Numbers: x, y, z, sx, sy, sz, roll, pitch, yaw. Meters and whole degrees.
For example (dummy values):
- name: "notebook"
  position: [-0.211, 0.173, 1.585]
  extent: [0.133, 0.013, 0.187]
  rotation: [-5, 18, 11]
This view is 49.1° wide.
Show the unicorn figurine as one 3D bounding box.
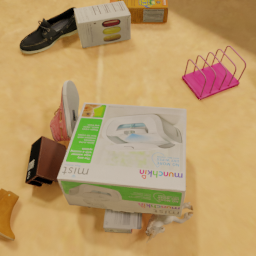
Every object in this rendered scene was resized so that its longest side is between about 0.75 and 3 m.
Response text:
- name: "unicorn figurine"
  position: [0.842, 1.754, 6.185]
  extent: [1.116, 0.600, 1.624]
  rotation: [-14, 43, 2]

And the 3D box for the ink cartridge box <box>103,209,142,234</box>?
- name: "ink cartridge box"
  position: [-0.082, 1.811, 6.188]
  extent: [0.810, 0.387, 0.922]
  rotation: [3, 57, 4]

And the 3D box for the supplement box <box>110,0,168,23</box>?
- name: "supplement box"
  position: [0.383, -4.227, 10.063]
  extent: [2.079, 0.715, 0.692]
  rotation: [1, 56, -1]

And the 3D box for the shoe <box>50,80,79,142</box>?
- name: "shoe"
  position: [-1.636, -0.411, 7.094]
  extent: [0.695, 0.546, 1.529]
  rotation: [-11, 81, 26]

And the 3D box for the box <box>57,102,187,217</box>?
- name: "box"
  position: [0.009, 0.635, 6.117]
  extent: [2.417, 1.169, 2.133]
  rotation: [5, 48, 8]

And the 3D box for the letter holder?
- name: "letter holder"
  position: [-1.945, 0.857, 6.772]
  extent: [0.751, 0.532, 1.057]
  rotation: [27, 44, -36]

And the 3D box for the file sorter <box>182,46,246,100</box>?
- name: "file sorter"
  position: [2.519, -1.673, 8.220]
  extent: [1.440, 0.903, 1.001]
  rotation: [-21, 60, -14]

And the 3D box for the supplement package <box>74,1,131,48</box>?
- name: "supplement package"
  position: [-0.833, -3.467, 9.358]
  extent: [1.702, 0.968, 0.932]
  rotation: [-14, 54, -8]

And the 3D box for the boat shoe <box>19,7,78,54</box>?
- name: "boat shoe"
  position: [-2.590, -3.346, 9.396]
  extent: [2.446, 0.811, 0.914]
  rotation: [-30, 61, -18]

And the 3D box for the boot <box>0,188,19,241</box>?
- name: "boot"
  position: [-2.665, 1.848, 6.155]
  extent: [1.133, 0.399, 0.811]
  rotation: [27, 64, 23]
